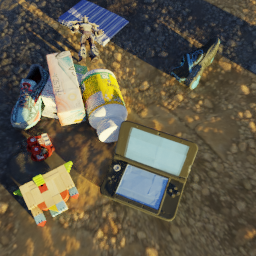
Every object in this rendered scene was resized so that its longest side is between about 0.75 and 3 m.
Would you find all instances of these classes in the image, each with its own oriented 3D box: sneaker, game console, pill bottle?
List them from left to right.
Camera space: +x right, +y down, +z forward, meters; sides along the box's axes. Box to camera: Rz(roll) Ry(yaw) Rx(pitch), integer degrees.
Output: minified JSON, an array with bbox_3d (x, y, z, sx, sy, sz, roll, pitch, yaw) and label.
[{"bbox_3d":[-3.961,-1.312,10.995,1.141,1.374,2.877,8,60,5],"label":"sneaker"},{"bbox_3d":[-0.875,-0.839,10.649,1.473,1.473,2.612,-14,61,-8],"label":"pill bottle"},{"bbox_3d":[0.626,1.398,9.280,2.700,1.598,2.305,18,60,11],"label":"game console"},{"bbox_3d":[3.018,-3.060,12.207,1.202,1.074,2.935,30,64,16],"label":"sneaker"}]

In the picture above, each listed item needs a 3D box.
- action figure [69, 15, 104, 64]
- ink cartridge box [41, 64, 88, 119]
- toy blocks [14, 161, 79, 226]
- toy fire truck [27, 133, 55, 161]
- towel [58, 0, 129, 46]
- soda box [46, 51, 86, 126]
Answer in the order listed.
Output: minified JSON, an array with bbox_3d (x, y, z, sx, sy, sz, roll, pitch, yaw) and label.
[{"bbox_3d":[-1.851,-4.114,12.729,1.554,0.828,2.388,-4,74,-16],"label":"action figure"},{"bbox_3d":[-2.606,-1.536,11.460,1.375,0.790,2.348,12,61,6],"label":"ink cartridge box"},{"bbox_3d":[-2.501,2.241,9.254,2.091,1.045,1.430,-27,74,-14],"label":"toy blocks"},{"bbox_3d":[-3.207,0.707,10.332,0.868,0.579,1.033,-18,60,-31],"label":"toy fire truck"},{"bbox_3d":[-1.757,-5.331,14.041,2.960,0.353,2.143,31,63,15],"label":"towel"},{"bbox_3d":[-2.330,-1.524,10.486,0.956,0.889,2.795,-13,63,-10],"label":"soda box"}]
